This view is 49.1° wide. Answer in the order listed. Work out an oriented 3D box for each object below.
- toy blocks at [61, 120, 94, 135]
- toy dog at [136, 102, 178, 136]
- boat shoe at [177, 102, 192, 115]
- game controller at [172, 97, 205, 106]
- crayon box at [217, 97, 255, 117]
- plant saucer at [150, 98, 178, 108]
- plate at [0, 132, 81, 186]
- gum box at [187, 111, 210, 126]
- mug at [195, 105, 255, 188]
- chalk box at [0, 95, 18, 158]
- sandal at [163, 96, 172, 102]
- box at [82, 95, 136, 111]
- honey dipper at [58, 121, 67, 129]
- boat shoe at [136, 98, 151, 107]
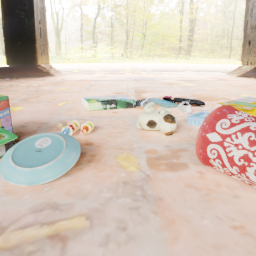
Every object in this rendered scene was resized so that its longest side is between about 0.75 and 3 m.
[{"bbox_3d":[-1.906,0.063,10.490,1.014,0.442,1.217,3,17,10],"label":"toy blocks"},{"bbox_3d":[1.202,-0.309,10.750,1.508,1.052,1.462,19,27,42],"label":"toy dog"},{"bbox_3d":[2.876,-1.091,14.157,0.566,0.517,1.573,0,17,0],"label":"boat shoe"},{"bbox_3d":[3.275,-1.381,15.105,1.697,0.357,0.885,5,16,-6],"label":"game controller"},{"bbox_3d":[5.638,-0.886,13.174,2.699,0.696,1.697,-12,20,-36],"label":"crayon box"},{"bbox_3d":[1.896,-1.420,15.804,0.740,0.201,2.117,-8,18,-27],"label":"plant saucer"},{"bbox_3d":[-2.387,0.677,7.573,2.189,0.280,2.189,-5,35,4],"label":"plate"},{"bbox_3d":[3.545,-0.344,11.966,1.594,0.355,1.354,14,22,38],"label":"gum box"},{"bbox_3d":[3.390,0.563,6.749,2.331,1.752,2.626,-12,24,-29],"label":"mug"},{"bbox_3d":[-4.670,0.013,8.207,2.995,1.856,1.869,7,19,24],"label":"chalk box"},{"bbox_3d":[2.356,-1.790,16.707,0.629,0.377,1.674,0,17,-1],"label":"sandal"},{"bbox_3d":[-1.091,-1.415,15.310,2.600,0.473,1.877,-7,18,-18],"label":"box"},{"bbox_3d":[-2.445,-0.118,10.365,0.339,0.339,1.785,-3,-1,-11],"label":"honey dipper"},{"bbox_3d":[0.829,-1.456,15.530,0.522,0.407,1.150,13,23,26],"label":"boat shoe"}]
